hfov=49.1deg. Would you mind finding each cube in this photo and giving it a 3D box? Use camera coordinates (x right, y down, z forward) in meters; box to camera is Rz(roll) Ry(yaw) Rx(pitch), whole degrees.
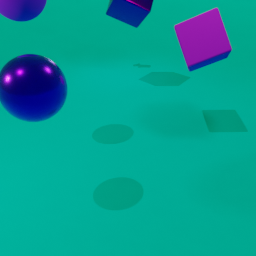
[{"bbox_3d":[0.119,-4.445,9.547,1.255,1.255,1.255,18,-11,-17],"label":"cube"},{"bbox_3d":[1.799,-2.075,6.789,1.026,1.026,1.026,-19,0,15],"label":"cube"}]

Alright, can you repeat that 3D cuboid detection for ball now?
[{"bbox_3d":[-2.066,-2.563,5.246,1.068,1.068,1.068,0,30,0],"label":"ball"},{"bbox_3d":[-1.340,-0.558,3.960,0.952,0.952,0.952,0,30,0],"label":"ball"}]
